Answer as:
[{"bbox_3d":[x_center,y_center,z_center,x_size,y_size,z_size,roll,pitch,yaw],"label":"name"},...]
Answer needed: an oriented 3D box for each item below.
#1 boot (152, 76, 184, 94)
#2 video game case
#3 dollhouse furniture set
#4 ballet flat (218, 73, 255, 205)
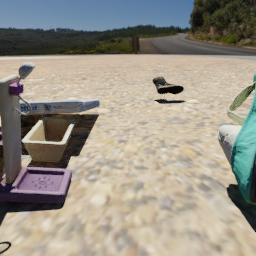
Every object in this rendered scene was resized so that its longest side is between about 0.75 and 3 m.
[{"bbox_3d":[1.622,-1.767,11.549,1.185,0.434,0.892,-8,41,-15],"label":"boot"},{"bbox_3d":[-2.325,-0.626,7.970,2.670,0.322,2.929,-2,6,3],"label":"video game case"},{"bbox_3d":[-2.028,-0.312,5.086,2.221,1.990,2.803,4,19,-3],"label":"dollhouse furniture set"},{"bbox_3d":[2.166,0.017,4.876,1.025,0.980,2.911,9,51,37],"label":"ballet flat"}]
